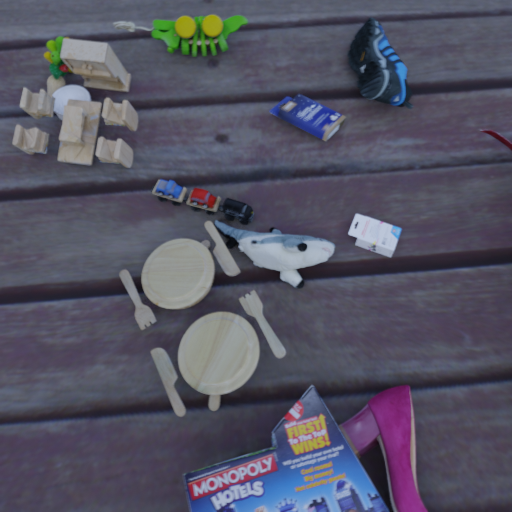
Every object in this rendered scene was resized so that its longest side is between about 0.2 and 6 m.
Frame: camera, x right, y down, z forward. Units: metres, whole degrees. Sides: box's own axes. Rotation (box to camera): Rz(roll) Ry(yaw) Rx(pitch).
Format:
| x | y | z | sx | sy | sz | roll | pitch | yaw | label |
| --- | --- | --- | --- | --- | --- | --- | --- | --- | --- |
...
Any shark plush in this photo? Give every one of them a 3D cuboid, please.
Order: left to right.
| x | y | z | sx | sy | sz | roll | pitch | yaw | label |
| --- | --- | --- | --- | --- | --- | --- | --- | --- | --- |
| 0.273 | -0.168 | 10.879 | 2.357 | 1.071 | 0.982 | 8 | 41 | 26 | shark plush |

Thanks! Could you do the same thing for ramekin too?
| x | y | z | sx | sy | sz | roll | pitch | yaw | label |
| --- | --- | --- | --- | --- | --- | --- | --- | --- | --- |
| -4.064 | -3.314 | 12.383 | 0.868 | 0.404 | 0.868 | 0 | 64 | -1 | ramekin |

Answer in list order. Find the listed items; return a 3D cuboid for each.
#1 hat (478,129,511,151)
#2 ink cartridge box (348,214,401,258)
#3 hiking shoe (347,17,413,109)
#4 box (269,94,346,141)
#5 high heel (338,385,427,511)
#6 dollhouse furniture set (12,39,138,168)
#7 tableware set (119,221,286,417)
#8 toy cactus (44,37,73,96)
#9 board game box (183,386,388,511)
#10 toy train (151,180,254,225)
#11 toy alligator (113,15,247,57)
| x | y | z | sx | sy | sz | roll | pitch | yaw | label |
| --- | --- | --- | --- | --- | --- | --- | --- | --- | --- |
| 6.186 | -0.963 | 11.093 | 2.608 | 2.772 | 3.149 | 11 | 86 | -19 | hat |
| 2.300 | -0.405 | 10.987 | 0.931 | 0.316 | 0.536 | 21 | 65 | 10 | ink cartridge box |
| 2.815 | -4.327 | 12.758 | 1.140 | 0.978 | 2.630 | 20 | 52 | -26 | hiking shoe |
| 1.113 | -3.091 | 12.239 | 1.471 | 0.238 | 0.891 | 29 | 49 | 15 | box |
| 2.601 | 3.450 | 8.655 | 1.397 | 0.980 | 2.905 | -33 | 64 | -3 | high heel |
| -3.599 | -3.103 | 12.007 | 2.214 | 1.568 | 2.410 | 8 | 85 | 4 | dollhouse furniture set |
| -0.985 | 1.063 | 10.115 | 2.108 | 0.639 | 3.188 | -30 | 61 | -1 | tableware set |
| -4.328 | -4.130 | 12.463 | 0.858 | 1.384 | 1.677 | 7 | 16 | -26 | toy cactus |
| 0.560 | 3.731 | 8.588 | 3.031 | 0.935 | 3.029 | -13 | 63 | -6 | board game box |
| -1.096 | -1.106 | 11.231 | 2.191 | 0.502 | 0.374 | 16 | 64 | 8 | toy train |
| -1.729 | -5.074 | 13.065 | 3.100 | 0.919 | 0.841 | -4 | 104 | -2 | toy alligator |
